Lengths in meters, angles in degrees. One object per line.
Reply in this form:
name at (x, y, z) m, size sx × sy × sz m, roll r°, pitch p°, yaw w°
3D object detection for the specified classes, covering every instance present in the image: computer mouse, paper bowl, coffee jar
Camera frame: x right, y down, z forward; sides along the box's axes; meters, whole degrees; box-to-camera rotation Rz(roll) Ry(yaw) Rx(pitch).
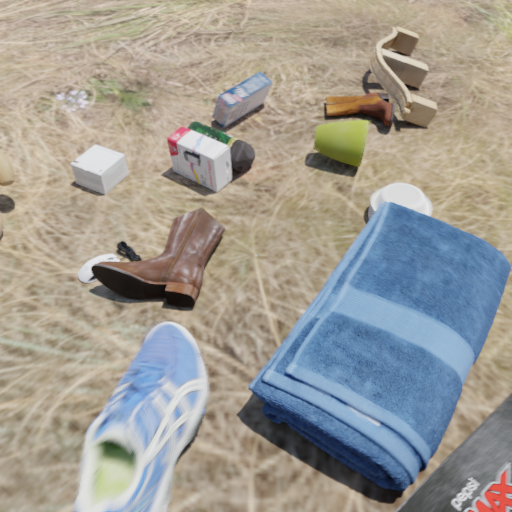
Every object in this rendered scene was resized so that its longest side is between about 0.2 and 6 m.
computer mouse at (-2.845, 0.129, 10.710) m, size 1.187 × 0.260 × 0.651 m, roll -30°, pitch 58°, yaw -25°
paper bowl at (2.990, -1.018, 11.586) m, size 1.264 × 0.657 × 1.264 m, roll 0°, pitch 44°, yaw 0°
coffee jar at (-0.835, -2.499, 12.899) m, size 1.611 × 0.840 × 0.687 m, roll 28°, pitch 96°, yaw 25°

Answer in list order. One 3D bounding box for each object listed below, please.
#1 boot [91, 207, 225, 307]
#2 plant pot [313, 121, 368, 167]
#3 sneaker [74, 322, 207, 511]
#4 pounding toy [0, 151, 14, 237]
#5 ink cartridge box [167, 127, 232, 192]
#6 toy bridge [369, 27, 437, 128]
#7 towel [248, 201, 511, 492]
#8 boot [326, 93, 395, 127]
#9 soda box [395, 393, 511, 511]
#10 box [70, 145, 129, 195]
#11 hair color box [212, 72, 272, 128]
boot at (-1.788, -0.166, 10.691) m, size 2.058 × 0.709 × 2.208 m, roll 17°, pitch 50°, yaw -2°
plant pot at (1.905, -2.648, 12.852) m, size 1.122 × 1.050 × 1.050 m, roll 10°, pitch 46°, yaw 4°
sneaker at (-1.501, 2.268, 7.651) m, size 1.250 × 1.272 × 3.302 m, roll 0°, pitch 51°, yaw 11°
pounding toy at (-6.076, -0.682, 11.170) m, size 3.121 × 1.791 × 1.785 m, roll -31°, pitch 81°, yaw -16°
ink cartridge box at (-1.252, -2.147, 12.442) m, size 1.349 × 0.995 × 0.577 m, roll 29°, pitch 56°, yaw 26°
toy bridge at (3.902, -5.122, 15.344) m, size 1.519 × 0.615 × 4.519 m, roll 17°, pitch 45°, yaw -9°
towel at (2.260, 1.110, 9.117) m, size 2.700 × 1.174 × 4.836 m, roll 25°, pitch 50°, yaw 22°
boot at (2.639, -3.770, 14.357) m, size 1.668 × 0.571 × 1.570 m, roll -2°, pitch 46°, yaw 0°
soda box at (2.511, 3.339, 6.623) m, size 4.478 × 1.585 × 1.418 m, roll -30°, pitch 53°, yaw -27°
box at (-3.489, -1.937, 12.536) m, size 0.872 × 0.573 × 0.877 m, roll 21°, pitch 49°, yaw 20°
hair color box at (-0.357, -4.021, 14.365) m, size 0.485 × 0.802 × 1.604 m, roll 44°, pitch 57°, yaw 9°
